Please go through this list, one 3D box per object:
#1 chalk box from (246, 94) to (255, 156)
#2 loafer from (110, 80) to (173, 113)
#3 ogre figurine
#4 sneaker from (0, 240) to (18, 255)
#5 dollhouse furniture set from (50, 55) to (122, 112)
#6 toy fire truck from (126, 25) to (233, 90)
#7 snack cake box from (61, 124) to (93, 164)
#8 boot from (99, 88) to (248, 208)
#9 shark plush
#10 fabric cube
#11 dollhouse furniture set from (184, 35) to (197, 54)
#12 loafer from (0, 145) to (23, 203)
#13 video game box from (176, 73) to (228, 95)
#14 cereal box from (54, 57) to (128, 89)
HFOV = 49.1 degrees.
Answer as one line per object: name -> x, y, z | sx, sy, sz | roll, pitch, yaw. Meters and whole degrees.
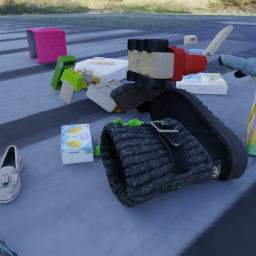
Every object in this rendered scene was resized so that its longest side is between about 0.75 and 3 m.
chalk box -> 3.761, -0.139, 5.699 | 2.305, 1.427, 1.434 | 10, 28, 20
loafer -> 0.497, -0.805, 7.967 | 2.345, 0.837, 0.856 | -14, -10, -42
ogre figurine -> -0.133, 0.160, 6.024 | 1.276, 0.626, 0.765 | -43, 19, 10
sneaker -> -1.783, 1.573, 3.574 | 0.819, 0.309, 0.325 | 22, 23, 21
dollhouse furniture set -> -1.157, -1.105, 8.795 | 2.929, 1.131, 1.464 | 35, 32, 19
toy fire truck -> 1.238, -1.791, 6.864 | 2.241, 1.441, 1.972 | -3, 17, -16
snack cake box -> -1.092, 0.312, 5.992 | 0.622, 0.363, 1.082 | -6, 27, -10
boot -> 0.490, 0.119, 5.475 | 2.285, 1.150, 3.056 | -9, 28, -17
shark plush -> 2.785, -1.246, 5.179 | 2.285, 0.952, 1.038 | 6, 28, 5
fabric cube -> -3.945, -4.056, 13.657 | 1.469, 1.474, 1.446 | -15, 29, -29
dollhouse furniture set -> 1.555, -2.710, 11.219 | 2.106, 1.669, 1.495 | -8, 12, -10
loafer -> -2.150, 0.775, 4.991 | 0.471, 0.412, 1.311 | -6, 27, -12
video game box -> 2.532, -1.600, 9.897 | 1.629, 0.381, 1.484 | 2, 29, 6
cereal box -> -1.181, -2.191, 10.867 | 2.011, 0.552, 2.795 | 13, 29, 24
